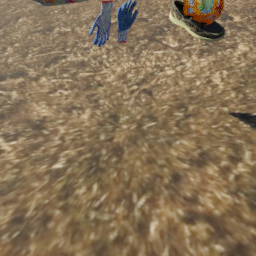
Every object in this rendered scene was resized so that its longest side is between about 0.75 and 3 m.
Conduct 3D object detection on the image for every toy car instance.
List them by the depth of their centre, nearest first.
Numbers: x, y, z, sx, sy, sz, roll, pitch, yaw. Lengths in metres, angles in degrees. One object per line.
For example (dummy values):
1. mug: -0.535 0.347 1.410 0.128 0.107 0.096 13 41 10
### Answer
1. toy car: 2.474 -4.080 7.685 0.872 1.286 2.622 19 86 47

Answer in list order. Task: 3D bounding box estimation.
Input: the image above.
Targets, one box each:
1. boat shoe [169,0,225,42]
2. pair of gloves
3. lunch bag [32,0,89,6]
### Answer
1. boat shoe: 2.129 -3.376 8.765 1.986 0.653 0.710 37 76 23
2. pair of gloves: -0.340 -2.646 7.106 1.472 1.183 0.168 -23 53 -38
3. lunch bag: -1.826 -4.775 7.986 2.707 2.171 1.043 2 2 24
